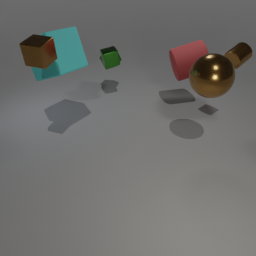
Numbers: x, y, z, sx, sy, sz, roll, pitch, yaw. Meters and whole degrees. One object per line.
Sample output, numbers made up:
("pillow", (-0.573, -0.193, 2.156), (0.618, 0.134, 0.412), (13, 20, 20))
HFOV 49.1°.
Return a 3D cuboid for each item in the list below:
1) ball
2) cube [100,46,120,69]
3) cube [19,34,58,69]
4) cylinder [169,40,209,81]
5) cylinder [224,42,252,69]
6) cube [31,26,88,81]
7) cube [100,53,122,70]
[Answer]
("ball", (2.647, -1.642, 8.860), (1.400, 1.400, 1.400), (0, 33, 0))
("cube", (-0.827, -3.269, 12.918), (0.700, 0.700, 0.700), (-18, 38, -9))
("cube", (-2.582, -2.225, 8.145), (0.700, 0.700, 0.700), (12, 43, 16))
("cylinder", (2.634, -2.889, 12.034), (1.400, 1.400, 1.400), (-17, 33, 4))
("cylinder", (3.956, -2.603, 10.066), (0.700, 0.700, 0.700), (-38, 45, -15))
("cube", (-2.522, -2.584, 9.803), (1.400, 1.400, 1.400), (-3, 22, 39))
("cube", (-0.855, -3.433, 13.862), (0.700, 0.700, 0.700), (-10, 35, 30))
